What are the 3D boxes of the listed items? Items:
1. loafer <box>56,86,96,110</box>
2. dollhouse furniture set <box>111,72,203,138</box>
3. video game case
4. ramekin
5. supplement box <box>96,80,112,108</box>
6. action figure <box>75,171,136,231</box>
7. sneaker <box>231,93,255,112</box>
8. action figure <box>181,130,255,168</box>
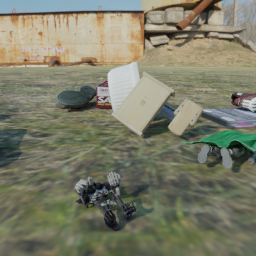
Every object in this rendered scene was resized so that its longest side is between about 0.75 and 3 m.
[{"bbox_3d":[-1.860,-0.954,10.154,0.810,0.709,2.254,35,28,9],"label":"loafer"},{"bbox_3d":[0.794,-0.186,7.305,1.877,1.297,1.988,36,-3,19],"label":"dollhouse furniture set"},{"bbox_3d":[3.610,-0.364,8.440,2.474,0.235,1.768,-2,15,-13],"label":"video game case"},{"bbox_3d":[-0.038,-1.018,8.194,0.887,1.689,1.689,-9,15,2],"label":"ramekin"},{"bbox_3d":[-0.309,-1.387,11.078,1.477,0.826,2.714,2,14,5],"label":"supplement box"},{"bbox_3d":[-0.323,0.805,3.473,0.593,0.509,0.998,-20,25,-27],"label":"action figure"},{"bbox_3d":[3.872,-0.992,9.000,0.952,0.624,1.649,18,23,33],"label":"sneaker"},{"bbox_3d":[1.990,0.328,5.169,1.193,0.553,2.020,11,11,39],"label":"action figure"}]
